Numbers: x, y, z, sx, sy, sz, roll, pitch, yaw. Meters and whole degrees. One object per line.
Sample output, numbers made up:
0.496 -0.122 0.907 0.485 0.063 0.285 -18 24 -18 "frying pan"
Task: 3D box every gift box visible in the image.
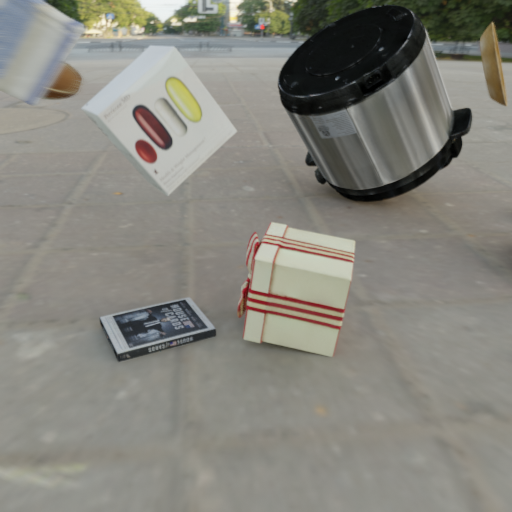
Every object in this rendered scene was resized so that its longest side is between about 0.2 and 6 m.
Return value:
0.470 0.379 6.963 1.287 1.272 1.379 11 22 5 "gift box"

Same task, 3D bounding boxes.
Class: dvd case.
-1.245 0.897 7.048 1.234 0.153 0.927 -12 27 -24 "dvd case"

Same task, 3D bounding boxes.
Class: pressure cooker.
2.372 -2.817 11.542 3.111 3.483 3.063 -38 37 -1 "pressure cooker"

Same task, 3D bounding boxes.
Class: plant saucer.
3.788 -3.025 8.969 0.234 1.323 1.323 -9 18 28 "plant saucer"

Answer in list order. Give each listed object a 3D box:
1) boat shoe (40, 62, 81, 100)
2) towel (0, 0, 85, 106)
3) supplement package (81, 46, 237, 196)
-3.500 -2.859 8.126 2.022 0.765 0.747 15 -2 -42 "boat shoe"
-3.243 -2.747 6.663 1.962 1.441 0.234 26 41 -31 "towel"
-1.353 -1.908 7.849 1.386 1.449 1.066 -45 33 -7 "supplement package"
